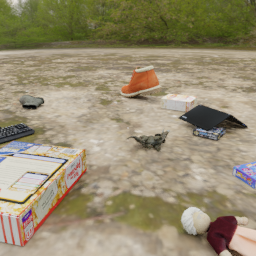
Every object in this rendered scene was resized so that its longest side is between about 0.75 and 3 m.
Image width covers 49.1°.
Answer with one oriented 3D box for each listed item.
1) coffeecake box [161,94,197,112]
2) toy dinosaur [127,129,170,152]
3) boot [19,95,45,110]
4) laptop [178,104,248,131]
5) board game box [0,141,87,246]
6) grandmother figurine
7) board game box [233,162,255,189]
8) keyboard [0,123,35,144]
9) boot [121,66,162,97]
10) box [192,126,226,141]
[{"bbox_3d":[2.384,-1.184,13.024,1.384,0.506,1.062,11,23,27],"label":"coffeecake box"},{"bbox_3d":[0.671,0.418,8.795,1.475,0.568,0.755,-8,9,-7],"label":"toy dinosaur"},{"bbox_3d":[-4.727,-1.194,13.195,1.378,0.467,0.900,4,26,16],"label":"boot"},{"bbox_3d":[3.222,-0.222,10.658,1.867,0.964,1.655,26,4,-34],"label":"laptop"},{"bbox_3d":[-2.472,1.191,6.238,2.165,0.662,2.858,5,21,14],"label":"board game box"},{"bbox_3d":[1.795,1.823,4.744,1.833,0.555,1.112,14,18,29],"label":"grandmother figurine"},{"bbox_3d":[3.320,1.132,7.026,1.094,0.245,0.736,-8,21,-20],"label":"board game box"},{"bbox_3d":[-4.455,0.213,9.554,1.289,0.275,2.146,17,25,39],"label":"keyboard"},{"bbox_3d":[0.511,-2.419,14.610,1.045,1.494,2.786,-27,15,-38],"label":"boot"},{"bbox_3d":[2.855,0.125,9.838,0.913,0.227,0.906,13,24,31],"label":"box"}]
